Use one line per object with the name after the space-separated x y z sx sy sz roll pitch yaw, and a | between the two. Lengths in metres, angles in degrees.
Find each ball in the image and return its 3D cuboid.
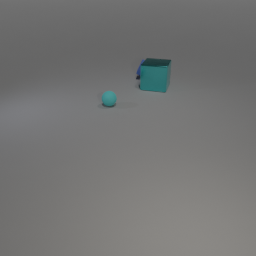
-0.875 -1.371 13.014 0.700 0.700 0.700 0 28 0 | ball

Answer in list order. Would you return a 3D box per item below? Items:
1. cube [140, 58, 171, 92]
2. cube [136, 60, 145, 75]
1.501 -2.866 15.071 1.400 1.400 1.400 8 29 14 | cube
0.977 -3.433 16.306 0.700 0.700 0.700 25 38 -6 | cube
